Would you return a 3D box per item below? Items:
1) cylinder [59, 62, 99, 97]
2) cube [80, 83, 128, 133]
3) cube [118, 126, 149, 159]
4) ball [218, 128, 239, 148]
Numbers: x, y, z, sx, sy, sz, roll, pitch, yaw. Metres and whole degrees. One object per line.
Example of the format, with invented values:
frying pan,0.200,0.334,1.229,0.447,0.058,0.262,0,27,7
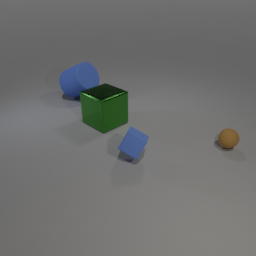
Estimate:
cylinder,-2.341,-2.308,13.495,1.400,1.400,1.400,-11,17,40
cube,-0.954,-0.852,11.461,1.400,1.400,1.400,-26,38,-38
cube,0.186,0.470,9.103,0.700,0.700,0.700,30,15,1
ball,3.533,0.362,9.828,0.700,0.700,0.700,0,29,0
